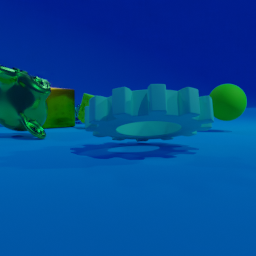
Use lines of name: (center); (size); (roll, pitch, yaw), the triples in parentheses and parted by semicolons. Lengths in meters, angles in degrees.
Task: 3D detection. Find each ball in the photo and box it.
ball: (2.324, -0.598, 6.593); (0.872, 0.872, 0.872); (0, 4, 0)

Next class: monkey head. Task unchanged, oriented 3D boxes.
monkey head: (-2.214, -0.551, 5.333); (1.945, 1.172, 1.399); (26, 4, 34)

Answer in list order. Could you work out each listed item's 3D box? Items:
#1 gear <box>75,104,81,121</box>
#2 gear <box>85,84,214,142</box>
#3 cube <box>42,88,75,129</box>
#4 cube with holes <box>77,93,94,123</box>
gear: (-1.173, -0.583, 10.172); (2.039, 0.377, 2.039); (-7, -4, 0)
gear: (0.273, -0.127, 3.797); (1.671, 0.309, 1.671); (-1, -14, 0)
cube: (-2.250, -0.567, 7.957); (1.074, 1.074, 1.074); (4, 6, 41)
cube with holes: (-0.867, -0.471, 7.533); (0.710, 0.710, 0.710); (13, 8, -23)
